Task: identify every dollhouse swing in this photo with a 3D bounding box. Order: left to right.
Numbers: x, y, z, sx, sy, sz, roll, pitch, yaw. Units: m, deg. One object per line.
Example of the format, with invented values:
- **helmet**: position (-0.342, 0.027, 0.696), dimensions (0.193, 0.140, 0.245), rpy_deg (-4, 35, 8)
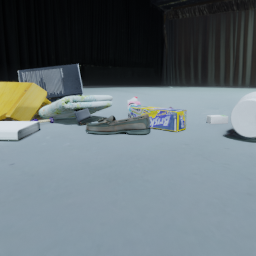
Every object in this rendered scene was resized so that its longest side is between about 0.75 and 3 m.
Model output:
- **dollhouse swing**: position (-4.924, -0.629, 12.250), dimensions (2.841, 2.497, 2.581), rpy_deg (5, 53, 23)

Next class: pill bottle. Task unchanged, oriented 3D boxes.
- **pill bottle**: position (4.207, -0.451, 8.796), dimensions (1.456, 1.456, 2.434), rpy_deg (9, 14, 40)

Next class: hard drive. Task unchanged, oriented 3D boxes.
- **hard drive**: position (-4.449, 0.057, 9.058), dimensions (2.629, 0.345, 1.734), rpy_deg (1, 11, 4)

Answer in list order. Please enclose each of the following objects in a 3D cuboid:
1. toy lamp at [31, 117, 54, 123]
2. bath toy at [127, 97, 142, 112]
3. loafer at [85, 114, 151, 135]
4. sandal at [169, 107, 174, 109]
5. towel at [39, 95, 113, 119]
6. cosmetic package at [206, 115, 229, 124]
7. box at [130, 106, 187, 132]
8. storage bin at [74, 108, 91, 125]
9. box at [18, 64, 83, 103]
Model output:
- **toy lamp**: position (-3.342, -0.253, 10.886), dimensions (0.290, 0.290, 0.996), rpy_deg (8, 14, 35)
- **bath toy**: position (0.341, -1.052, 12.926), dimensions (0.680, 0.578, 1.564), rpy_deg (37, 13, -17)
- **loafer**: position (-0.332, -0.166, 9.329), dimensions (2.176, 0.685, 0.782), rpy_deg (1, 11, 4)
- **sandal**: position (1.974, -0.651, 12.257), dimensions (0.893, 0.539, 2.194), rpy_deg (0, 11, 1)
- **towel**: position (-2.139, -0.891, 11.673), dimensions (2.494, 0.601, 2.135), rpy_deg (-8, -6, -42)
- **cosmetic package**: position (3.583, -0.341, 11.237), dimensions (0.752, 0.319, 0.405), rpy_deg (-1, 13, -13)
- **box**: position (1.080, -0.374, 10.276), dimensions (2.097, 0.735, 0.674), rpy_deg (9, 14, 40)
- **storage bin**: position (-1.731, -0.461, 10.861), dimensions (0.544, 0.589, 0.809), rpy_deg (-21, 1, -5)
- **box**: position (-4.046, -2.224, 14.844), dimensions (2.974, 1.592, 2.207), rpy_deg (-10, 1, -14)
